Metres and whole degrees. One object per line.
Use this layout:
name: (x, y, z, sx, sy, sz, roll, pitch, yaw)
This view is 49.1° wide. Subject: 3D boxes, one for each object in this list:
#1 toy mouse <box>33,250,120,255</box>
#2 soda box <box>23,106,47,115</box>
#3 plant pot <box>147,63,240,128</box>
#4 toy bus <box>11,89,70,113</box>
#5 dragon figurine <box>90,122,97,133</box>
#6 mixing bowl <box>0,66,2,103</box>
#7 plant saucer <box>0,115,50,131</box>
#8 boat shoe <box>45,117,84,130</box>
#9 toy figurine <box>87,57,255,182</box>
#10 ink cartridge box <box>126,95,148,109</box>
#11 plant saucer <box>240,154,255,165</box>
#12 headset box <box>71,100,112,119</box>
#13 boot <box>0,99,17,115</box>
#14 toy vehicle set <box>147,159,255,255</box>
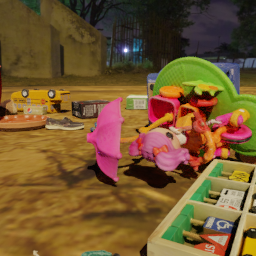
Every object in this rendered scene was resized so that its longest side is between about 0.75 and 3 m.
toy mouse: (-0.203, 1.176, 1.991, 0.918, 0.200, 1.034, -3, 11, -16)
soda box: (-4.018, -0.766, 12.120, 0.995, 0.337, 0.319, 4, 11, 21)
plant pot: (1.542, -0.589, 7.037, 1.959, 1.959, 1.761, 9, 19, 38)
toy bus: (-3.963, -1.247, 12.708, 2.708, 1.060, 0.881, 4, 10, 22)
dragon figurine: (-0.738, 0.042, 7.657, 0.628, 0.372, 1.263, -1, 12, -5)
mixing bowl: (-5.173, -0.897, 8.845, 2.746, 1.487, 2.746, -11, 21, 4)
plant saucer: (-3.469, -0.172, 9.042, 1.862, 0.300, 1.862, 0, 11, 0)
boat shoe: (-1.956, -0.153, 8.650, 1.206, 0.391, 0.434, 1, 10, 4)
toy figurine: (0.649, 0.117, 4.537, 2.448, 1.997, 2.660, -25, 36, -38)
ink cartridge box: (0.547, -1.379, 14.675, 1.063, 0.607, 2.048, 1, 11, 7)
plant saucer: (3.505, 0.476, 5.196, 2.648, 0.427, 2.648, 0, 11, 0)
headset box: (-1.365, -0.803, 11.502, 1.604, 0.619, 1.194, -8, 13, -28)
boot: (-5.654, -0.946, 12.038, 1.383, 0.602, 1.663, 3, 13, -36)
toy vehicle set: (1.441, 0.923, 2.988, 1.587, 0.339, 2.554, 6, 12, 28)
